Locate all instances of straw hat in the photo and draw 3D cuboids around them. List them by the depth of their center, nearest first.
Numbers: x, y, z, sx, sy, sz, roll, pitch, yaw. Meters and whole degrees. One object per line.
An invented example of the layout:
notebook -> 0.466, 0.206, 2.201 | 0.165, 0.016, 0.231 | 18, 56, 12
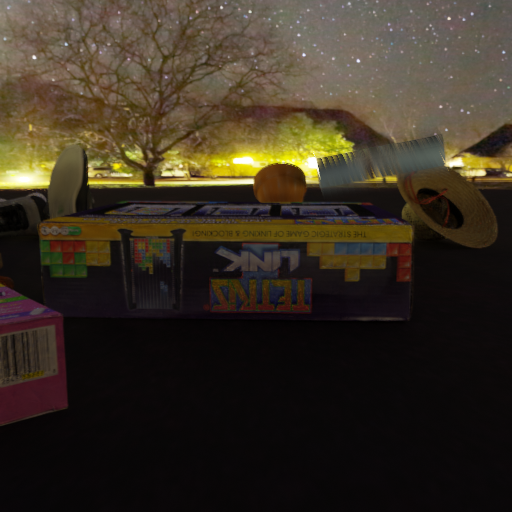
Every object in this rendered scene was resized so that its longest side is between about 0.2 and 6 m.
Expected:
straw hat -> 3.655, -0.846, 11.632 | 2.449, 2.449, 1.036 | -6, -32, -33

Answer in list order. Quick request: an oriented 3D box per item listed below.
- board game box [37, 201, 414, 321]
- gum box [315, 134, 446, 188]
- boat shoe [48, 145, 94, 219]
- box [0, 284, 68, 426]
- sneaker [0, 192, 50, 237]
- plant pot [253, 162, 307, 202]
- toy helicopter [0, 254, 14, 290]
board game box -> -0.234, -0.078, 6.989 | 3.740, 1.060, 3.091 | 1, 11, 4
gum box -> 2.057, -1.630, 9.856 | 1.992, 0.522, 2.344 | -9, 6, 7
boat shoe -> -3.060, -0.901, 9.433 | 0.684, 1.904, 0.644 | -4, -8, 23
box -> -2.039, 0.640, 3.619 | 1.157, 0.636, 1.315 | -7, 11, -40
sneaker -> -5.450, -0.785, 12.378 | 2.672, 0.988, 1.059 | -2, 16, 33
plant pot -> 0.479, -1.085, 10.623 | 1.027, 0.941, 1.027 | -3, -34, -2
toy helicopter -> -3.714, 0.305, 6.331 | 1.286, 0.767, 1.944 | 13, 23, 19
